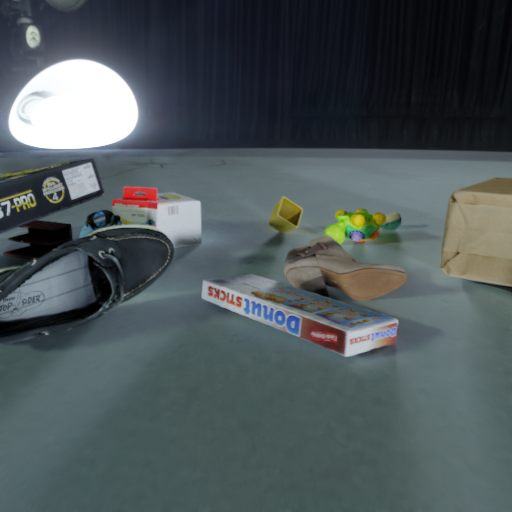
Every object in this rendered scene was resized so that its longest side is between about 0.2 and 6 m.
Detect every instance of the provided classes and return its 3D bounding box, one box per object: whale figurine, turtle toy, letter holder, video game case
[{"bbox_3d":[3.298,-0.811,14.129,0.758,0.393,0.603,-20,9,25],"label":"whale figurine"},{"bbox_3d":[2.167,-0.631,12.488,1.404,0.710,1.024,-5,13,-18],"label":"turtle toy"},{"bbox_3d":[-4.538,-0.328,11.509,1.231,0.619,0.875,7,17,26],"label":"letter holder"},{"bbox_3d":[4.415,0.350,9.769,1.420,0.135,1.014,-7,16,-32],"label":"video game case"}]

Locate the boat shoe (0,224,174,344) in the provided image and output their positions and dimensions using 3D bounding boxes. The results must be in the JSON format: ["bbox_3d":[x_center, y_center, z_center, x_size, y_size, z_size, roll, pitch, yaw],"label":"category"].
[{"bbox_3d":[-2.318,0.362,7.468,3.205,1.198,1.063,-14,17,-37],"label":"boat shoe"}]

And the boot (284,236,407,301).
[{"bbox_3d":[1.333,0.132,8.946,1.782,0.626,1.303,-8,35,-2],"label":"boot"}]

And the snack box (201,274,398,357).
[{"bbox_3d":[0.479,0.716,7.701,1.015,0.343,2.823,-4,13,-41],"label":"snack box"}]

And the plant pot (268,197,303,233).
[{"bbox_3d":[0.650,-0.923,13.598,0.624,0.629,0.643,31,-37,-18],"label":"plant pot"}]

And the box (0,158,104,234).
[{"bbox_3d":[-5.639,-0.973,11.369,3.212,0.979,3.985,-4,18,33],"label":"box"}]

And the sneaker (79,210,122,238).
[{"bbox_3d":[-2.704,-0.173,9.670,1.030,1.182,2.628,-6,16,-23],"label":"sneaker"}]

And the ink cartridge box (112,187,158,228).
[{"bbox_3d":[-2.451,-0.696,11.235,0.811,1.396,0.469,4,2,15],"label":"ink cartridge box"}]

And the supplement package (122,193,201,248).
[{"bbox_3d":[-2.120,-0.794,12.492,1.326,1.020,1.387,-9,18,-31],"label":"supplement package"}]

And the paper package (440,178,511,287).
[{"bbox_3d":[4.975,-0.424,9.547,2.760,1.498,2.895,10,16,33],"label":"paper package"}]
